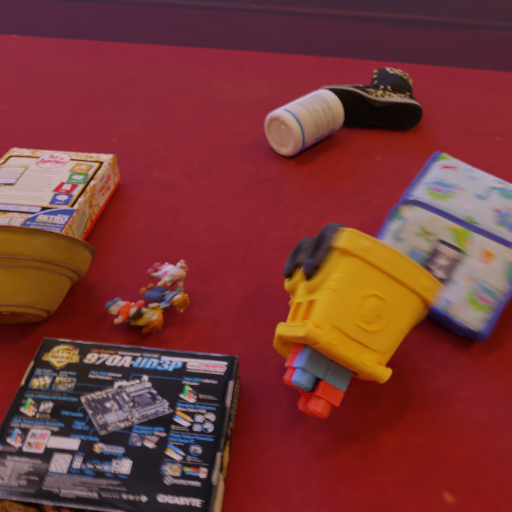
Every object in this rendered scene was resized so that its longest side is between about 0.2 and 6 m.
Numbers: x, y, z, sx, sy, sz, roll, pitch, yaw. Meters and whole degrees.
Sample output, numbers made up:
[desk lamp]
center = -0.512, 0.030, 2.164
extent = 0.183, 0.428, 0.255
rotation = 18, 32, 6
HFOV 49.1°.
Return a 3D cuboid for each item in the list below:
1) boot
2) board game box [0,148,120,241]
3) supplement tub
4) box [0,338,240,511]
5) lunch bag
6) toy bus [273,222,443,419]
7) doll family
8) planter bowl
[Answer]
[boot]
center = 2.704, -3.903, 13.570
extent = 2.494, 0.900, 1.884
rotation = 10, 42, 3
[board game box]
center = -4.116, -0.968, 10.431
extent = 2.256, 0.690, 2.978
rotation = 5, 40, 7
[supplement tub]
center = 1.067, -2.955, 12.436
extent = 1.582, 1.043, 1.043
rotation = -32, 52, -30
[box]
center = -1.762, 2.244, 7.214
extent = 2.863, 0.659, 2.276
rotation = 4, 44, 4
[lunch bag]
center = 3.250, -0.138, 9.153
extent = 2.222, 1.665, 2.613
rotation = 30, 67, 24
[toy bus]
center = 1.027, 0.999, 7.762
extent = 1.678, 2.472, 2.373
rotation = 30, 77, -9
[doll family]
center = -1.548, 0.729, 8.800
extent = 0.915, 0.665, 1.475
rotation = 10, 45, 44
[planter bowl]
center = -3.722, 0.418, 8.388
extent = 2.562, 2.562, 1.067
rotation = -3, 75, -3
